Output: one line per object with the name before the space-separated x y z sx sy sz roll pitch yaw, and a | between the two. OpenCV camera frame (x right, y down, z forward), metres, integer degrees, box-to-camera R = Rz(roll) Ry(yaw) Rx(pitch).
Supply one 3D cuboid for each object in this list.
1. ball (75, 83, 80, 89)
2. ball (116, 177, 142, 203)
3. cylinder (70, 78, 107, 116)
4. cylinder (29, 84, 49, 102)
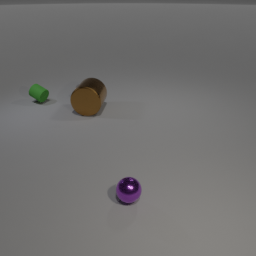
ball | -2.429 -2.021 14.743 0.700 0.700 0.700 0 27 0
ball | 0.022 1.676 7.595 0.700 0.700 0.700 0 27 0
cylinder | -1.781 -1.451 12.920 1.400 1.400 1.400 4 28 7
cylinder | -4.408 -1.733 13.862 0.700 0.700 0.700 30 36 13
